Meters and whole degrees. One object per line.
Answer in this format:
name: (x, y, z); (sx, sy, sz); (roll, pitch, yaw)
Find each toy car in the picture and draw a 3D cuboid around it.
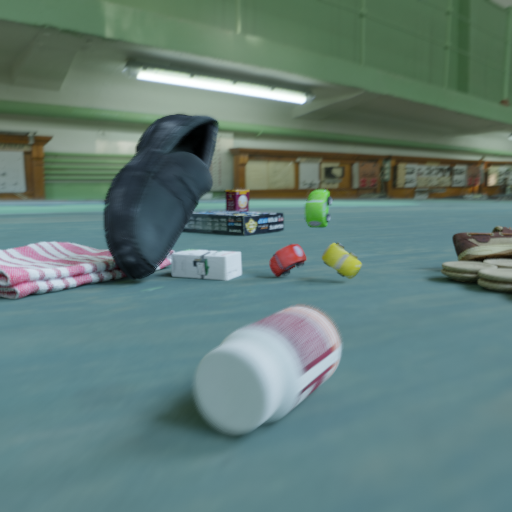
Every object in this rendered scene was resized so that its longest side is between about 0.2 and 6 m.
toy car: (0.690, -0.281, 6.737); (1.165, 1.096, 0.260); (1, -9, 26)

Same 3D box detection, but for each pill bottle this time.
pill bottle: (0.075, 0.554, 2.833); (0.467, 0.467, 0.818); (4, 8, 28)

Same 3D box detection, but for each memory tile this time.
memory tile: (3.602, 0.239, 6.396); (2.496, 0.210, 1.913); (-2, 8, -21)

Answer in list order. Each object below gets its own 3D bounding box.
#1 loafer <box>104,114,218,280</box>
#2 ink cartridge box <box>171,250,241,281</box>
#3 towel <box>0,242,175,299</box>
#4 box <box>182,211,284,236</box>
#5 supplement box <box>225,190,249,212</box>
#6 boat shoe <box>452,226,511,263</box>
loafer: (-1.131, -0.958, 7.252); (1.061, 1.026, 3.023); (-14, 40, 20)
ink cartridge box: (-0.609, 0.107, 7.002); (0.739, 0.312, 0.540); (2, 8, 19)
towel: (-2.579, 0.052, 7.059); (2.029, 0.415, 2.773); (5, 8, 28)
box: (-0.614, -0.827, 13.717); (2.080, 0.478, 1.653); (5, 9, 35)
supplement box: (-0.537, -1.372, 15.924); (0.434, 1.014, 0.559); (6, 10, 41)
boat shoe: (3.356, -0.171, 7.513); (1.580, 0.569, 0.570); (-6, -31, -13)
